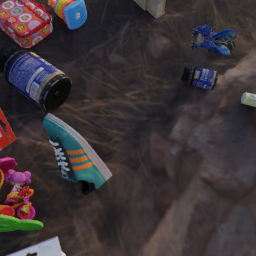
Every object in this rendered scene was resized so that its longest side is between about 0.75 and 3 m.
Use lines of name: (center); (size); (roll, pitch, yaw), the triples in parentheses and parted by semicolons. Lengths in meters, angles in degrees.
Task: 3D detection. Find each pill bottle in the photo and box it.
pill bottle: (2.488, -1.768, 9.789); (1.177, 0.659, 0.659); (14, 67, 7)
pill bottle: (-3.212, -1.743, 9.390); (2.437, 1.363, 1.363); (35, 71, 14)

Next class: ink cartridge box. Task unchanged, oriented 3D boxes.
ink cartridge box: (-3.808, 0.216, 7.332); (1.397, 0.399, 1.136); (-35, 76, 6)
ink cartridge box: (-2.425, 4.045, 7.376); (1.754, 0.384, 1.771); (-18, 70, -8)

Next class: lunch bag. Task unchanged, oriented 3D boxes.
lunch bag: (-3.934, -4.198, 10.801); (2.065, 0.846, 1.819); (39, 67, 15)

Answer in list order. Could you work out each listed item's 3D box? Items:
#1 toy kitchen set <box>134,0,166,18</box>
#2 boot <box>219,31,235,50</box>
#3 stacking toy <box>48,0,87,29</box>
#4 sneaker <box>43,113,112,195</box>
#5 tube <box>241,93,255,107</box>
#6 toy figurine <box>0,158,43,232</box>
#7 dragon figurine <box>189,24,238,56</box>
toy kitchen set: (1.179, -6.147, 11.019); (2.103, 1.902, 2.332); (-35, 71, -14)
boot: (3.581, -3.249, 10.638); (0.581, 0.325, 0.840); (-32, 69, -8)
stacking toy: (-2.554, -4.709, 11.038); (1.761, 0.966, 1.022); (33, 63, 25)
sneaker: (-1.532, 0.836, 7.670); (1.087, 2.721, 0.971); (-46, 32, -16)
tube: (4.673, -0.841, 9.568); (1.516, 0.440, 0.394); (13, 30, 3)
toy figurine: (-3.399, 1.796, 7.985); (2.118, 1.590, 1.950); (10, 55, -19)
dragon figurine: (2.860, -2.718, 8.808); (2.606, 0.767, 1.295); (-2, 20, -32)
